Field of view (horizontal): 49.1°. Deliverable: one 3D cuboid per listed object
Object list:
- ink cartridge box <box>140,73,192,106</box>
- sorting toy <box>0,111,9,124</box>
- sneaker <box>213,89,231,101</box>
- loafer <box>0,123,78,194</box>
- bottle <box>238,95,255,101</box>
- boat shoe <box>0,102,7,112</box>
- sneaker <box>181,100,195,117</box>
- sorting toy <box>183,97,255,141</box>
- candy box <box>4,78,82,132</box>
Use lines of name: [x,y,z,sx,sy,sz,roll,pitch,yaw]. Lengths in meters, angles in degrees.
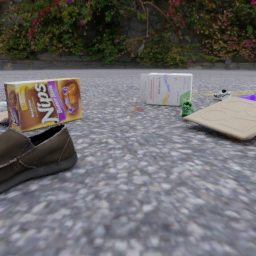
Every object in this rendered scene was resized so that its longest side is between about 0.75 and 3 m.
ink cartridge box: [1.617,-1.729,12.480,2.368,1.387,0.797,4,15,14]
sorting toy: [-3.623,-0.482,9.799,2.124,0.313,1.570,-18,18,-42]
sneaker: [4.693,-1.651,13.865,0.491,0.569,1.299,-6,14,-16]
loafer: [-2.112,0.456,4.827,0.983,0.961,2.692,12,19,40]
bottle: [4.691,-0.594,9.099,2.680,0.875,1.119,10,19,33]
boat shoe: [-4.821,-0.585,10.044,1.415,0.494,0.504,-12,31,-30]
sneaker: [2.147,-0.765,9.862,0.440,0.481,1.129,10,26,13]
sorting toy: [3.195,-0.298,8.138,2.251,0.444,2.432,-22,23,-28]
candy box: [-2.569,-0.808,8.878,0.684,1.413,2.422,10,18,38]
